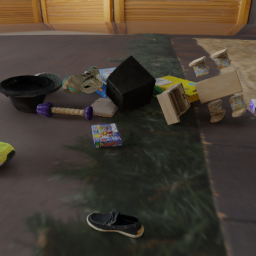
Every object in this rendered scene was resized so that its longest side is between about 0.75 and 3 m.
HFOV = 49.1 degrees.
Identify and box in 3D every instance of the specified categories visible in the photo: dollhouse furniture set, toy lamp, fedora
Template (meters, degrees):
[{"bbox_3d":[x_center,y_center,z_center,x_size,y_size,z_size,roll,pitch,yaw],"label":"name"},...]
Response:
[{"bbox_3d":[2.585,-1.204,9.829,2.540,2.226,1.687,-16,14,32],"label":"dollhouse furniture set"},{"bbox_3d":[-2.356,-0.620,10.363,2.052,0.597,0.597,5,26,10],"label":"toy lamp"},{"bbox_3d":[-3.972,-1.303,11.144,2.403,1.098,2.403,1,27,0],"label":"fedora"}]

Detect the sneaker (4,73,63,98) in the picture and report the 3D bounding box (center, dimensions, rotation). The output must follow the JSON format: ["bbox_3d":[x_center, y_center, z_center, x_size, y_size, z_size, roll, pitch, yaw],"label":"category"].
[{"bbox_3d":[-4.396,-2.081,12.973,2.682,0.999,1.168,-10,23,-22],"label":"sneaker"}]

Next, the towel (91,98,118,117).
[{"bbox_3d":[-0.898,-0.850,11.137,0.999,0.260,1.508,8,27,11],"label":"towel"}]

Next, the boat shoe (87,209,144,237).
[{"bbox_3d":[-0.259,1.832,5.533,1.169,0.364,0.436,7,29,18],"label":"boat shoe"}]

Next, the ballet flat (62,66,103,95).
[{"bbox_3d":[-1.635,-1.863,11.582,1.017,0.916,2.700,30,28,8],"label":"ballet flat"}]

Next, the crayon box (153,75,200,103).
[{"bbox_3d":[2.204,-1.644,12.375,1.590,0.636,2.505,-20,32,-35],"label":"crayon box"}]

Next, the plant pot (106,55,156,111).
[{"bbox_3d":[-0.003,-1.555,10.822,1.355,1.524,1.528,-33,67,-22],"label":"plant pot"}]

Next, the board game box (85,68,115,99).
[{"bbox_3d":[-0.491,-2.287,13.630,2.472,0.705,2.525,-13,29,-26],"label":"board game box"}]

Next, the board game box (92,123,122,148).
[{"bbox_3d":[-0.704,0.218,9.020,0.840,0.214,1.242,-5,26,-9],"label":"board game box"}]

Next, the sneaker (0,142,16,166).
[{"bbox_3d":[-4.421,0.359,7.489,2.894,1.307,1.131,7,25,11],"label":"sneaker"}]

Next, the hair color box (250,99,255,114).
[{"bbox_3d":[5.221,-0.844,11.119,0.526,0.312,0.962,7,25,13],"label":"hair color box"}]
